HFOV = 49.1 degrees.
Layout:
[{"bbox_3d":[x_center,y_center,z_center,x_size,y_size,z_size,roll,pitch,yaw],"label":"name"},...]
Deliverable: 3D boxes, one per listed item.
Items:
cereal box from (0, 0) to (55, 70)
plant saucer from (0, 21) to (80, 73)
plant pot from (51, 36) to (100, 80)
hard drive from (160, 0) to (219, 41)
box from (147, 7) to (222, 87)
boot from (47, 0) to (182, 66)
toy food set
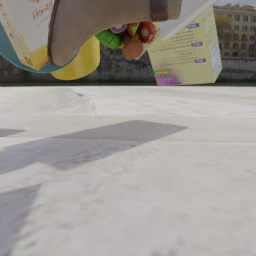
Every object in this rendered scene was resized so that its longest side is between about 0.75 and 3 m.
[{"bbox_3d":[-1.676,-2.784,5.319,0.566,2.062,2.866,27,-25,13],"label":"cereal box"},{"bbox_3d":[-2.283,-2.686,6.817,2.688,2.688,0.368,-9,8,-42],"label":"plant saucer"},{"bbox_3d":[-2.119,-3.213,9.391,2.848,2.679,2.848,-7,42,6],"label":"plant pot"},{"bbox_3d":[1.362,-2.890,6.102,0.241,1.208,1.831,12,-23,-31],"label":"hard drive"},{"bbox_3d":[1.982,-2.960,10.157,2.251,2.559,1.237,1,34,34],"label":"box"},{"bbox_3d":[-0.070,-2.035,4.605,1.881,2.572,0.903,10,-17,6],"label":"boot"},{"bbox_3d":[0.001,-2.620,7.656,1.546,0.858,2.627,-36,-37,28],"label":"toy food set"}]
